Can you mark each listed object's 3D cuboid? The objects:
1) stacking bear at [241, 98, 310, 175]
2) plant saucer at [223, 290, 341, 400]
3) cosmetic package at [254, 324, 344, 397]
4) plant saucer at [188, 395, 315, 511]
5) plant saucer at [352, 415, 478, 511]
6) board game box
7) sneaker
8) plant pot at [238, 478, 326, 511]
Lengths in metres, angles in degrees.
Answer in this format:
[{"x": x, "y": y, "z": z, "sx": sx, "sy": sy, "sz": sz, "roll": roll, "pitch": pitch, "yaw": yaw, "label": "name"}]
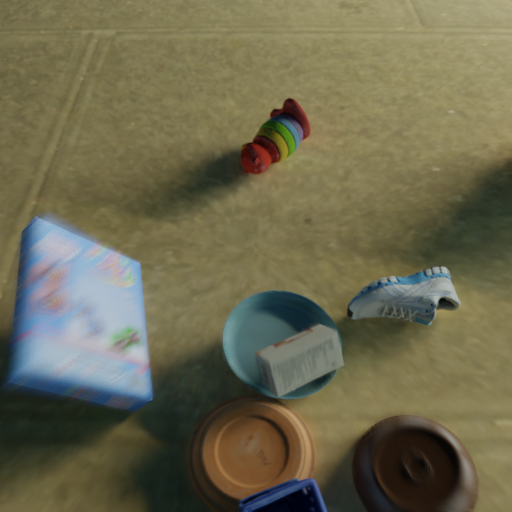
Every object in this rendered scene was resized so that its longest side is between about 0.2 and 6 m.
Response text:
[{"x": 0.294, "y": -2.251, "z": 11.198, "sx": 0.902, "sy": 0.963, "sz": 1.586, "roll": 48, "pitch": 65, "yaw": -12, "label": "stacking bear"}, {"x": 0.380, "y": 1.323, "z": 8.342, "sx": 1.774, "sy": 0.243, "sz": 1.774, "roll": 4, "pitch": 54, "yaw": -6, "label": "plant saucer"}, {"x": 0.611, "y": 1.459, "z": 7.912, "sx": 1.118, "sy": 0.578, "sz": 0.488, "roll": -19, "pitch": 16, "yaw": -21, "label": "cosmetic package"}, {"x": -0.055, "y": 2.599, "z": 7.368, "sx": 1.675, "sy": 0.270, "sz": 1.675, "roll": 0, "pitch": 50, "yaw": 0, "label": "plant saucer"}, {"x": 2.034, "y": 2.732, "z": 7.148, "sx": 1.582, "sy": 0.289, "sz": 1.582, "roll": -3, "pitch": 51, "yaw": 4, "label": "plant saucer"}, {"x": -2.449, "y": 0.813, "z": 7.998, "sx": 0.461, "sy": 1.906, "sz": 2.520, "roll": -38, "pitch": 45, "yaw": 26, "label": "board game box"}, {"x": 2.347, "y": 0.752, "z": 8.719, "sx": 1.873, "sy": 0.702, "sz": 0.812, "roll": -14, "pitch": 56, "yaw": -12, "label": "sneaker"}, {"x": 0.308, "y": 3.120, "z": 6.417, "sx": 0.930, "sy": 0.836, "sz": 0.930, "roll": -17, "pitch": 79, "yaw": -14, "label": "plant pot"}]
